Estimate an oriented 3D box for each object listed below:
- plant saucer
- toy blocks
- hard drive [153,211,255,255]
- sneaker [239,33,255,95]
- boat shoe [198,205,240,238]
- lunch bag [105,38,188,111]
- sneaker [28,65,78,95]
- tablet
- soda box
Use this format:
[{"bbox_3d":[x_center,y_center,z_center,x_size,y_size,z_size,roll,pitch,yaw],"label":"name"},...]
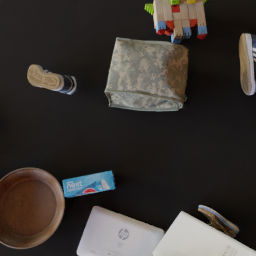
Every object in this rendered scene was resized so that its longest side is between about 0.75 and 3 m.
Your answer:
[{"bbox_3d":[-3.472,2.731,9.706,2.663,0.487,2.663,0,71,0],"label":"plant saucer"},{"bbox_3d":[2.169,-4.499,11.855,2.686,1.342,1.836,-5,83,-3],"label":"toy blocks"},{"bbox_3d":[2.317,3.882,8.533,2.665,0.350,1.758,20,57,40],"label":"hard drive"},{"bbox_3d":[5.377,-2.589,11.237,1.511,0.976,2.786,4,69,3],"label":"sneaker"},{"bbox_3d":[3.004,3.214,9.510,1.528,0.552,0.553,33,76,10],"label":"boat shoe"},{"bbox_3d":[0.822,-1.945,10.640,2.909,1.711,2.386,7,71,7],"label":"lunch bag"},{"bbox_3d":[-2.925,-1.877,11.032,2.250,1.220,0.788,24,103,36],"label":"sneaker"},{"bbox_3d":[-0.234,3.872,9.487,2.623,0.179,1.707,18,72,6],"label":"tablet"},{"bbox_3d":[-1.353,1.999,9.909,1.753,0.562,0.594,-11,72,-3],"label":"soda box"}]
